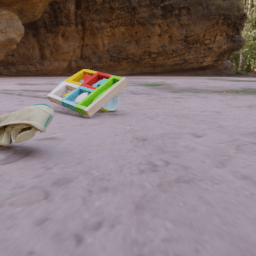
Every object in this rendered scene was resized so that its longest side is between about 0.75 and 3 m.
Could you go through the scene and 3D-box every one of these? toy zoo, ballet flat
[{"bbox_3d":[-1.625,-1.388,10.026,2.885,0.295,1.893,22,55,42],"label":"toy zoo"},{"bbox_3d":[-2.219,0.016,5.307,1.916,0.665,0.665,-13,5,29],"label":"ballet flat"}]

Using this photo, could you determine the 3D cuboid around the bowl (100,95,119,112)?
[{"bbox_3d":[-0.828,-0.970,10.216,0.913,0.913,0.491,-10,-12,-37],"label":"bowl"}]
